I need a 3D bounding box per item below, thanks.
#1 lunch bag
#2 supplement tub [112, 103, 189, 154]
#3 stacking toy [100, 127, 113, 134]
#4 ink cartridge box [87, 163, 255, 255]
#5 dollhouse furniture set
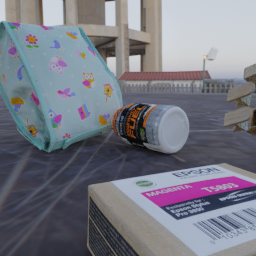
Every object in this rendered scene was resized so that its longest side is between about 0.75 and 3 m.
[{"bbox_3d":[-1.488,-0.866,6.225,1.592,2.612,2.225,-37,-10,40],"label":"lunch bag"},{"bbox_3d":[0.403,-0.040,5.714,0.915,0.915,1.494,-7,10,-39],"label":"supplement tub"},{"bbox_3d":[0.039,-0.115,7.671,1.370,0.427,1.817,2,7,14],"label":"stacking toy"},{"bbox_3d":[0.574,0.720,1.967,1.464,0.550,1.206,-5,11,-26],"label":"ink cartridge box"},{"bbox_3d":[2.584,-0.491,4.917,1.358,1.479,0.962,25,-24,-24],"label":"dollhouse furniture set"}]
